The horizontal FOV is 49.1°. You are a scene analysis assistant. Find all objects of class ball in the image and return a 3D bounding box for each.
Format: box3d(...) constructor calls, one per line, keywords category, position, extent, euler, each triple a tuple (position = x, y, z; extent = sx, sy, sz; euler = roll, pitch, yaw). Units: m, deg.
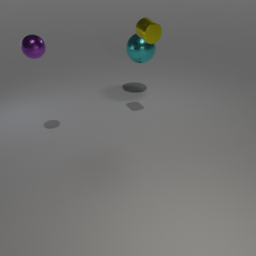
box3d(category="ball", position=(-2.811, -2.412, 8.324), extent=(0.700, 0.700, 0.700), euler=(0, 29, 0))
box3d(category="ball", position=(0.607, -3.748, 13.141), extent=(1.400, 1.400, 1.400), euler=(0, 29, 0))

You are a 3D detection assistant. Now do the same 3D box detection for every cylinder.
box3d(category="cylinder", position=(0.714, -3.383, 9.732), extent=(0.700, 0.700, 0.700), euler=(-14, 41, -23))
